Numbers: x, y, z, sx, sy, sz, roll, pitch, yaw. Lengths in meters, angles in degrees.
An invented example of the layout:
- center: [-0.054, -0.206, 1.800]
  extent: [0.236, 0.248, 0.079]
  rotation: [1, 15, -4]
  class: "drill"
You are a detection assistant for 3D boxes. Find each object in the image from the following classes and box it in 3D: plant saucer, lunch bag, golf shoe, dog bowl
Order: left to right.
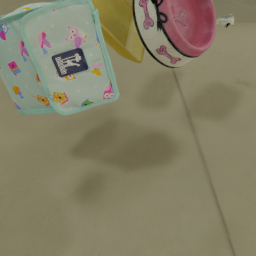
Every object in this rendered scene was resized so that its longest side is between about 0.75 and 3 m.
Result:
- center: [-1.545, -1.498, 5.977]
  extent: [2.607, 2.221, 1.590]
  rotation: [4, 34, 31]
  class: "lunch bag"
- center: [-0.556, -3.745, 8.469]
  extent: [0.718, 2.963, 2.963]
  rotation: [-18, 49, 39]
  class: "plant saucer"
- center: [1.420, -3.080, 7.701]
  extent: [0.995, 2.697, 2.697]
  rotation: [-6, 25, 48]
  class: "dog bowl"
- center: [3.080, -3.417, 9.084]
  extent: [0.307, 0.381, 0.785]
  rotation: [-12, 11, -31]
  class: "golf shoe"
